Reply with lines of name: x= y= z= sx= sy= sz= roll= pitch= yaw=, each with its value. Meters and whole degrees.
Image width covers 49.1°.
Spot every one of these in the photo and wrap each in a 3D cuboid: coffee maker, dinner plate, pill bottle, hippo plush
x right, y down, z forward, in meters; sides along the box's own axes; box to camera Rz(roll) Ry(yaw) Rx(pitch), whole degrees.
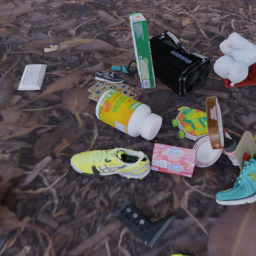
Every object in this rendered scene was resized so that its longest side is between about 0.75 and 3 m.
coffee maker: x=1.950 y=-2.811 z=13.322 sx=2.841 sy=1.993 sz=2.958 roll=-47 pitch=55 yaw=4
dinner plate: x=2.920 y=0.874 z=10.355 sx=1.287 sy=0.156 sz=1.287 roll=-33 pitch=39 yaw=32
pill bottle: x=0.054 y=-0.488 z=11.243 sx=2.456 sy=1.364 sz=1.364 roll=27 pitch=53 yaw=23
hippo plush: x=3.150 y=-1.781 z=8.032 sx=1.541 sy=1.227 sz=1.239 roll=30 pitch=78 yaw=18

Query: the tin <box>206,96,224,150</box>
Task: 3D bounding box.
tin: x=2.089 y=-0.134 z=6.718 sx=0.291 sy=0.779 sz=1.392 roll=-7 pitch=56 yaw=21

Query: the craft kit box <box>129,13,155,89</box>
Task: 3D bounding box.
craft kit box: x=0.499 y=-2.895 z=10.308 sx=0.559 sy=2.303 sz=2.274 roll=-11 pitch=28 yaw=0

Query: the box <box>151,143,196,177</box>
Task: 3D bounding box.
box: x=1.634 y=1.155 z=10.137 sx=1.495 sy=0.767 sz=0.708 roll=9 pitch=48 yaw=9

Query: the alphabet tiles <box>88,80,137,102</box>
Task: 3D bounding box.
alphabet tiles: x=-0.759 y=-1.663 z=13.242 sx=2.130 sy=0.067 sz=1.772 roll=27 pitch=52 yaw=23

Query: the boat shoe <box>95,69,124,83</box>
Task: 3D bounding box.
boat shoe: x=-0.904 y=-2.568 z=13.755 sx=1.470 sy=0.443 sz=0.543 roll=14 pitch=42 yaw=14

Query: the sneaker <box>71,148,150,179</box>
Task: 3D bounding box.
sneaker: x=-0.624 y=1.094 z=9.975 sx=2.849 sy=1.088 sz=1.074 roll=1 pitch=49 yaw=2

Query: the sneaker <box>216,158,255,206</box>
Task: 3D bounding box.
sneaker: x=4.032 y=1.615 z=9.148 sx=2.885 sy=1.118 sz=1.149 roll=-26 pitch=91 yaw=-12

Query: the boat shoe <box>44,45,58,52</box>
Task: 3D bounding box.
boat shoe: x=-4.322 y=-4.519 z=15.764 sx=0.798 sy=0.276 sz=0.294 roll=-26 pitch=52 yaw=-22

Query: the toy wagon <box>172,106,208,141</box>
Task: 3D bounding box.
toy wagon: x=2.661 y=-0.307 z=11.750 sx=1.555 sy=0.397 sz=2.004 roll=-13 pitch=48 yaw=-12

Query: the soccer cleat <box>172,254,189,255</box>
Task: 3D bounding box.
soccer cleat: x=1.871 y=4.108 z=7.432 sx=1.878 sy=0.607 sz=0.785 roll=31 pitch=38 yaw=23

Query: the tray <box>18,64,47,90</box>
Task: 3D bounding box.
tray: x=-4.776 y=-2.625 z=14.039 sx=1.089 sy=0.225 sz=2.028 roll=-1 pitch=47 yaw=-3

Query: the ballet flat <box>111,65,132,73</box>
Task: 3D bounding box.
ballet flat: x=-0.291 y=-3.073 z=14.419 sx=1.115 sy=0.378 sz=0.403 roll=7 pitch=28 yaw=11

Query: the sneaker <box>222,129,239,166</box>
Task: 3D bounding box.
sneaker: x=3.817 y=0.754 z=10.634 sx=0.649 sy=1.041 sz=1.942 roll=-37 pitch=14 yaw=8

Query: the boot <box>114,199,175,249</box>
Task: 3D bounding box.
boot: x=0.519 y=2.799 z=8.830 sx=1.564 sy=0.513 sz=1.289 roll=31 pitch=52 yaw=31

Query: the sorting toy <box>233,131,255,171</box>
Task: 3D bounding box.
sorting toy: x=4.522 y=0.906 z=10.035 sx=0.280 sy=1.556 sz=2.088 roll=-10 pitch=30 yaw=50

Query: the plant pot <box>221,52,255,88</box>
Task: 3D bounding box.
plant pot: x=5.386 y=-3.150 z=13.647 sx=1.727 sy=1.726 sz=1.522 roll=-7 pitch=37 yaw=-7
